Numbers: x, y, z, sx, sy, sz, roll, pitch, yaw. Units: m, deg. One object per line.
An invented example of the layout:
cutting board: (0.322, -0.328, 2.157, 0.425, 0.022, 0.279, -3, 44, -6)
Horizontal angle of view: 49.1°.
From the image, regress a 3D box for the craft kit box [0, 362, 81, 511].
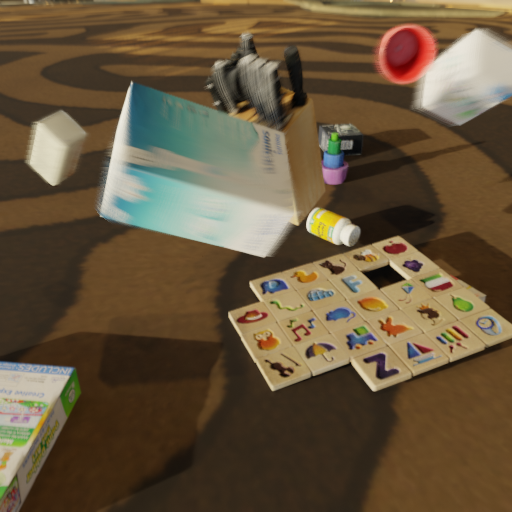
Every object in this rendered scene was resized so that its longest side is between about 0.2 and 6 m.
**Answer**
craft kit box: (-3.679, 2.210, 6.697, 2.372, 0.576, 2.343, 4, 29, 6)

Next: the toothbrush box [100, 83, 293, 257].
toothbrush box: (-0.676, -1.013, 6.732, 2.053, 0.876, 1.503, 13, 48, -19)

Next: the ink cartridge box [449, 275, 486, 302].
ink cartridge box: (3.397, 0.724, 9.314, 0.548, 0.318, 0.942, -19, 36, -28)

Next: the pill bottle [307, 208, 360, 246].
pill bottle: (1.549, -0.554, 11.180, 0.995, 0.561, 0.561, 27, 41, 35)

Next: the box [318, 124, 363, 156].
box: (2.330, -3.213, 15.518, 0.981, 0.608, 0.964, -5, 30, -9)

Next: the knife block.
knife block: (0.401, -1.802, 8.223, 0.877, 2.743, 2.408, -51, 16, -19)

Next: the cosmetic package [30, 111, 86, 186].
cosmetic package: (-2.842, -1.523, 7.999, 0.514, 0.994, 0.433, 46, 53, -1)

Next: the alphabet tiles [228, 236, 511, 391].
alphabet tiles: (1.582, 0.898, 8.900, 3.697, 0.140, 3.091, -17, 35, -15)

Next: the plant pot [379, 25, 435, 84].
plant pot: (2.909, -4.058, 11.110, 1.072, 1.072, 0.948, 1, 30, 2)

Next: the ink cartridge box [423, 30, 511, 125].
ink cartridge box: (3.924, -3.253, 10.385, 0.963, 1.313, 0.958, 19, 71, -18)

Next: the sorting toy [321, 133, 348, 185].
sorting toy: (0.230, -2.346, 13.325, 4.107, 1.415, 1.424, -6, 32, -8)
